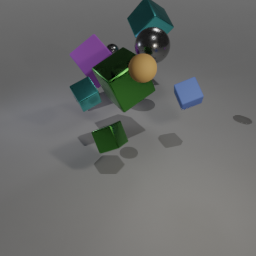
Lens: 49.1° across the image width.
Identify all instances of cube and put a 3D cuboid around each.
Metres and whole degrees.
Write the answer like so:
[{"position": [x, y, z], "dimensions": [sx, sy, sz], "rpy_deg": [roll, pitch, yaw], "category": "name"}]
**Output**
[{"position": [-1.405, -2.892, 12.262], "dimensions": [1.400, 1.400, 1.400], "rpy_deg": [-39, 67, 2], "category": "cube"}, {"position": [-1.360, -1.087, 9.053], "dimensions": [0.700, 0.700, 0.700], "rpy_deg": [-30, 69, -9], "category": "cube"}, {"position": [1.058, -5.034, 13.398], "dimensions": [1.400, 1.400, 1.400], "rpy_deg": [11, 50, -43], "category": "cube"}, {"position": [-0.146, -1.683, 9.700], "dimensions": [1.400, 1.400, 1.400], "rpy_deg": [-36, 42, -8], "category": "cube"}, {"position": [-0.529, 0.270, 8.334], "dimensions": [0.700, 0.700, 0.700], "rpy_deg": [-19, 6, 28], "category": "cube"}, {"position": [1.906, -1.073, 8.865], "dimensions": [0.700, 0.700, 0.700], "rpy_deg": [-21, 75, 5], "category": "cube"}]

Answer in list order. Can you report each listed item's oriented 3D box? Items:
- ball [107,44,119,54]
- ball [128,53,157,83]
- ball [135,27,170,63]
[{"position": [-0.790, -3.843, 13.968], "dimensions": [0.700, 0.700, 0.700], "rpy_deg": [0, 30, 0], "category": "ball"}, {"position": [0.355, -1.460, 6.844], "dimensions": [0.700, 0.700, 0.700], "rpy_deg": [0, 30, 0], "category": "ball"}, {"position": [0.959, -3.237, 11.019], "dimensions": [1.400, 1.400, 1.400], "rpy_deg": [0, 30, 0], "category": "ball"}]
